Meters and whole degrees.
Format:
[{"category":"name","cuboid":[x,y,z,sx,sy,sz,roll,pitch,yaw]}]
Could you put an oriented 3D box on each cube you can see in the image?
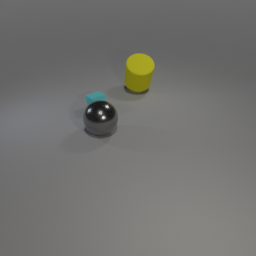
[{"category":"cube","cuboid":[-1.447,-1.200,12.856,0.700,0.700,0.700,-22,27,-23]}]

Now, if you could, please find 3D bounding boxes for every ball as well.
[{"category":"ball","cuboid":[-1.091,-0.402,11.166,1.400,1.400,1.400,0,32,0]}]

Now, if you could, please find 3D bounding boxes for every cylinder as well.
[{"category":"cylinder","cuboid":[0.553,-2.791,14.221,1.400,1.400,1.400,2,61,-4]}]
